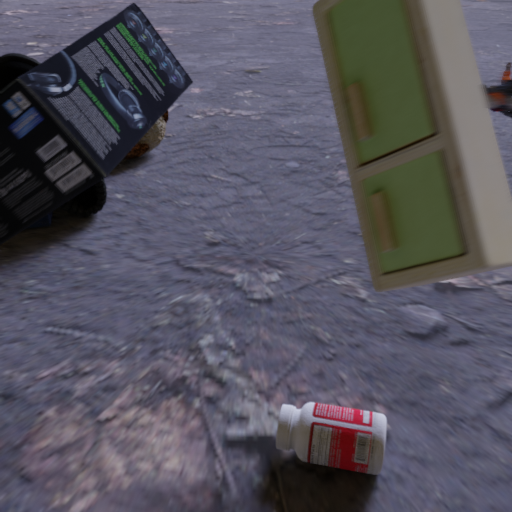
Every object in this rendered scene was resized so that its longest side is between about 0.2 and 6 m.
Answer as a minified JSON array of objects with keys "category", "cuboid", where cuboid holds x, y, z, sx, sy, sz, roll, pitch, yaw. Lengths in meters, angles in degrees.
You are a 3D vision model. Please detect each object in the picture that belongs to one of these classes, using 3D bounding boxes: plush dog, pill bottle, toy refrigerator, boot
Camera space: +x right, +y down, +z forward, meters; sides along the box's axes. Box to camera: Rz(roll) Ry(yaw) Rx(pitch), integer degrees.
[{"category":"plush dog","cuboid":[-2.829,-2.816,12.018,1.797,1.678,2.092,21,69,7]},{"category":"pill bottle","cuboid":[0.712,1.715,5.350,0.996,0.559,0.559,7,33,11]},{"category":"toy refrigerator","cuboid":[1.135,-0.936,4.073,0.790,2.259,0.857,-4,-10,-46]},{"category":"boot","cuboid":[-3.536,-2.113,9.660,1.035,2.752,2.057,-35,30,9]}]

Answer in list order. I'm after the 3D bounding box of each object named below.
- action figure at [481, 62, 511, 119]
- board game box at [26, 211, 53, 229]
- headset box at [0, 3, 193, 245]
[{"category":"action figure","cuboid":[3.293,-2.319,7.576,0.882,0.461,0.853,38,76,20]},{"category":"board game box","cuboid":[-5.139,-1.017,9.707,3.080,0.533,2.087,-8,33,-11]},{"category":"headset box","cuboid":[-2.042,-1.448,6.047,2.050,1.092,2.354,-22,28,34]}]
